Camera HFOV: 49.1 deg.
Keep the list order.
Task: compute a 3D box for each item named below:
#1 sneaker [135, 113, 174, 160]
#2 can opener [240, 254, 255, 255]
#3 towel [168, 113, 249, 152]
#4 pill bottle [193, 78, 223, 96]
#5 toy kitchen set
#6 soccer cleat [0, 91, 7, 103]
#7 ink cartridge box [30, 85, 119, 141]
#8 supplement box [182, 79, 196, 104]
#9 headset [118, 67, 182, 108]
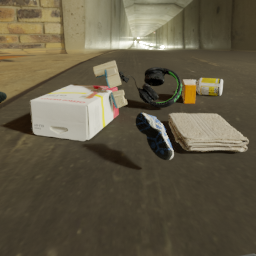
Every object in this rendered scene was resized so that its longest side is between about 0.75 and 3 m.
[{"bbox_3d":[0.778,0.159,7.097,0.581,0.571,1.507,0,47,-36],"label":"sneaker"},{"bbox_3d":[1.310,2.108,4.044,1.281,0.337,0.426,-7,56,-15],"label":"can opener"},{"bbox_3d":[2.500,0.088,9.298,1.952,0.508,2.945,1,19,-1],"label":"towel"},{"bbox_3d":[4.254,-2.239,15.126,1.596,0.894,0.894,8,21,21],"label":"pill bottle"},{"bbox_3d":[-0.687,-1.616,10.720,0.903,1.228,1.533,-16,37,2],"label":"toy kitchen set"},{"bbox_3d":[-6.570,-1.203,12.767,2.124,0.717,0.861,-14,45,-37],"label":"soccer cleat"},{"bbox_3d":[-1.815,-0.710,10.343,2.159,1.241,2.975,6,21,15],"label":"ink cartridge box"},{"bbox_3d":[3.021,-1.840,13.963,0.544,0.932,1.479,1,19,7],"label":"supplement box"},{"bbox_3d":[0.962,-1.983,12.549,2.862,1.768,1.345,17,-10,28],"label":"headset"}]
